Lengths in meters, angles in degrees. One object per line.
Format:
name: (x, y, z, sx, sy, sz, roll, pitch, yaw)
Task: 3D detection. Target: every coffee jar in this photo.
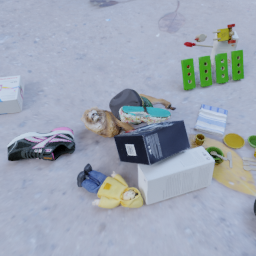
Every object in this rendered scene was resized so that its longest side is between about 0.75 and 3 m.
coffee jar: (0.128, -0.566, 7.865, 0.878, 1.684, 0.718, -35, 77, 12)

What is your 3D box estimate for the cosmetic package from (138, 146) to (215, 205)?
cosmetic package: (1.298, 1.285, 7.658, 1.951, 0.990, 0.695, -13, 38, -14)

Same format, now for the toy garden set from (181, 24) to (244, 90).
toy garden set: (3.279, -2.853, 11.180, 2.653, 2.212, 0.529, -12, 15, -12)

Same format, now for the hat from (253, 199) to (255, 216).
hat: (3.655, 2.220, 7.200, 1.042, 0.420, 1.042, 5, 49, -6)

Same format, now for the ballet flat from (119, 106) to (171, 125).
ballet flat: (0.407, -0.300, 7.002, 1.311, 0.419, 0.496, 6, 41, -9)

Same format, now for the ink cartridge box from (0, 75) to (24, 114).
ink cartridge box: (-4.536, -1.252, 10.442, 1.093, 0.640, 1.512, -8, 45, -7)

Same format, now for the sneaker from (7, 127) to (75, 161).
sneaker: (-2.584, 0.619, 8.486, 2.100, 0.844, 0.907, -18, 49, -16)

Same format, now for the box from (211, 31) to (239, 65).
box: (4.144, -3.442, 12.116, 0.825, 1.327, 0.647, 2, 45, 2)

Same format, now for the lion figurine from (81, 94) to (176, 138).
lion figurine: (0.036, -0.465, 9.427, 2.945, 1.067, 1.804, -28, 51, -30)

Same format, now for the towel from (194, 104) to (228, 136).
towel: (2.947, -0.310, 9.857, 1.008, 0.163, 1.372, 16, 47, 14)

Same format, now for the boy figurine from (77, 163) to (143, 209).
boy figurine: (-0.490, 1.695, 7.589, 1.885, 0.607, 1.172, 22, 47, 24)

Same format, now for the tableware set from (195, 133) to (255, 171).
tableware set: (3.229, 0.592, 8.849, 2.198, 0.337, 1.481, 8, 46, 8)

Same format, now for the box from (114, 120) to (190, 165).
box: (0.627, 0.383, 7.787, 1.415, 0.809, 1.554, -18, 7, -31)
